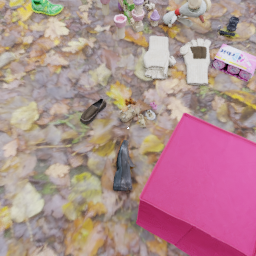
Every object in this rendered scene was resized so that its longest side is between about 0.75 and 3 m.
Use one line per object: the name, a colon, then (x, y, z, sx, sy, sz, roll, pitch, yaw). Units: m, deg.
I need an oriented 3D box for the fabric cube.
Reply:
fabric cube: (2.160, 1.909, 8.131, 2.953, 2.943, 2.897, 26, 62, 14)

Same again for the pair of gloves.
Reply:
pair of gloves: (2.176, -3.119, 12.440, 2.944, 0.516, 2.503, 10, 62, 7)

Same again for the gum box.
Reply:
gum box: (4.729, -2.845, 12.267, 1.787, 0.591, 1.014, 28, 63, 15)

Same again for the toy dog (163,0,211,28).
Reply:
toy dog: (2.767, -5.156, 13.003, 1.601, 2.427, 1.169, -9, 90, -21)

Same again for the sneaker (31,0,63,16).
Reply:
sneaker: (-4.129, -6.153, 14.163, 1.659, 0.693, 0.614, 6, 59, 3)

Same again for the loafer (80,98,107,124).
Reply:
loafer: (-1.409, -0.733, 11.093, 0.498, 0.487, 1.365, 33, 65, 18)

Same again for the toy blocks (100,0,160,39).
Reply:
toy blocks: (0.201, -6.157, 13.249, 2.699, 2.272, 2.522, -22, 61, -12)

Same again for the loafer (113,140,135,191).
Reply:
loafer: (-0.086, 1.317, 9.847, 0.671, 0.675, 1.855, 9, 69, -4)

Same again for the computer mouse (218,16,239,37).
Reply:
computer mouse: (4.899, -4.952, 13.724, 0.906, 0.297, 1.290, 13, 66, 12)

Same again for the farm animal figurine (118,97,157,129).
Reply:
farm animal figurine: (0.436, -0.544, 10.880, 1.361, 0.684, 1.099, 17, 70, 20)
